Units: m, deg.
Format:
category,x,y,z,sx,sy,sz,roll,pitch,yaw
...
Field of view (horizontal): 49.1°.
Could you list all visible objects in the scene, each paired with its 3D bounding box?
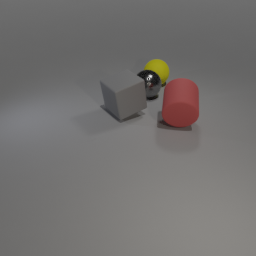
category,x,y,z,sx,sy,sz,roll,pitch,yaw
ball,1.545,-3.027,15.244,1.400,1.400,1.400,0,30,0
ball,0.958,-2.172,13.832,1.400,1.400,1.400,0,30,0
cylinder,2.076,-0.996,11.040,1.400,1.400,1.400,5,49,8
cube,-0.183,-1.448,11.980,1.400,1.400,1.400,-26,41,-20
